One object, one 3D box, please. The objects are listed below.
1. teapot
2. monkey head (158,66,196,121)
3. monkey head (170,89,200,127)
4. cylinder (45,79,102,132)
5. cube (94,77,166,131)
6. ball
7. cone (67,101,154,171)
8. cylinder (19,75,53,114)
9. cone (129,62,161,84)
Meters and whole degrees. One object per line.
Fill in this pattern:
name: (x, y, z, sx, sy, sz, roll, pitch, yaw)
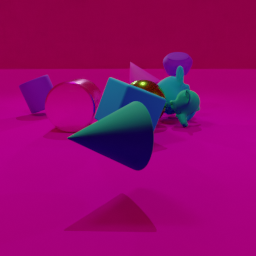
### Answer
teapot: (1.647, -2.076, 9.341, 0.963, 0.758, 1.548, 1, 36, 7)
monkey head: (1.361, -0.843, 8.421, 1.126, 1.869, 1.344, 19, 27, -37)
monkey head: (1.592, -0.542, 7.465, 0.754, 0.900, 1.251, -26, -24, 18)
cylinder: (-1.354, -0.622, 7.293, 1.241, 1.241, 1.241, 1, 13, 4)
cube: (0.021, -0.406, 6.097, 1.000, 1.000, 1.000, 16, 11, -31)
ball: (0.417, -0.686, 7.638, 1.246, 1.246, 1.246, 0, 13, 0)
cone: (-0.286, 0.106, 3.294, 0.863, 0.860, 0.860, -1, 12, -26)
cylinder: (-2.908, -1.113, 9.223, 0.999, 0.999, 0.999, -20, 14, 5)
cone: (0.424, -1.959, 10.986, 1.560, 1.566, 1.560, -23, -17, -8)
